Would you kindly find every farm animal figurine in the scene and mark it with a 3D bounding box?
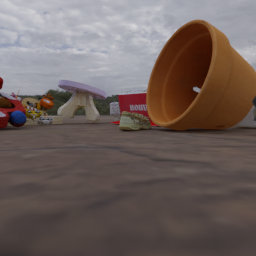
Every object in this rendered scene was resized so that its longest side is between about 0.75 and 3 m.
[{"bbox_3d":[-5.152,-0.863,14.400,2.612,1.313,2.109,-8,-13,-41],"label":"farm animal figurine"}]

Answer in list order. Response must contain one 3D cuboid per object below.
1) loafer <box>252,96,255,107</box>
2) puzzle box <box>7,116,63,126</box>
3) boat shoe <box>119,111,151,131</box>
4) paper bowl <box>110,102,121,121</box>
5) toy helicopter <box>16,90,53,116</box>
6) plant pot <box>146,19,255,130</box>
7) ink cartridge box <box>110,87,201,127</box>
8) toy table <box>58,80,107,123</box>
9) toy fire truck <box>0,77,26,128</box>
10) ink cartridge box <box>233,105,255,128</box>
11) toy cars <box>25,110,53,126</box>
[{"bbox_3d":[2.787,-0.532,5.445,0.688,1.904,0.693,-9,41,25],"label":"loafer"},{"bbox_3d":[-4.050,-0.289,10.729,2.595,0.330,1.727,-3,4,-45],"label":"puzzle box"},{"bbox_3d":[0.251,-0.205,7.689,0.581,0.496,1.584,1,3,21],"label":"boat shoe"},{"bbox_3d":[0.054,-0.764,13.512,1.849,0.961,1.849,0,3,0],"label":"paper bowl"},{"bbox_3d":[-4.669,-0.867,12.639,1.732,1.033,2.619,32,21,-3],"label":"toy helicopter"},{"bbox_3d":[2.037,-1.139,7.471,1.963,2.804,2.804,16,-3,-23],"label":"plant pot"},{"bbox_3d":[0.961,-0.878,10.783,2.476,1.183,2.821,-16,12,-39],"label":"ink cartridge box"},{"bbox_3d":[-1.969,-1.044,11.795,2.355,1.379,2.165,11,-4,-39],"label":"toy table"},{"bbox_3d":[-4.171,-0.561,7.855,2.356,1.573,2.806,29,17,25],"label":"toy fire truck"},{"bbox_3d":[4.638,-0.527,8.450,2.484,1.044,1.813,2,4,38],"label":"ink cartridge box"},{"bbox_3d":[-2.986,-0.290,9.441,0.530,0.262,1.182,-24,-28,14],"label":"toy cars"}]
